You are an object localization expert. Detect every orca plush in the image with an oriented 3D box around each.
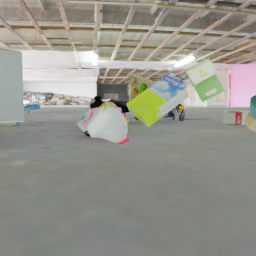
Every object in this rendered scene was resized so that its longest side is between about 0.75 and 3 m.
[{"bbox_3d":[-0.818,-0.533,11.991,2.814,1.000,1.480,11,-34,29],"label":"orca plush"}]

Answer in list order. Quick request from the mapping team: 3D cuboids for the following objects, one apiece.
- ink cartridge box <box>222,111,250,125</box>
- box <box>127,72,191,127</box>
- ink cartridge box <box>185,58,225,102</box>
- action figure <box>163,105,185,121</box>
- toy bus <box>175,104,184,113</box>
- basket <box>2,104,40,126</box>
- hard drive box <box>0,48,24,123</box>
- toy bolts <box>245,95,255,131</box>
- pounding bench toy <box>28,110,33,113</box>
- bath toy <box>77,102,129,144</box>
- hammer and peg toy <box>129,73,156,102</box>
[{"bbox_3d":[4.327,-0.394,10.547,1.200,0.497,0.874,-1,6,-11],"label":"ink cartridge box"},{"bbox_3d":[1.018,-0.959,9.024,1.896,0.452,1.156,-37,41,-9],"label":"box"},{"bbox_3d":[3.206,-1.987,11.614,1.097,1.508,0.362,-27,-14,4],"label":"ink cartridge box"},{"bbox_3d":[1.356,-0.591,11.883,1.978,0.686,1.287,-6,15,-18],"label":"action figure"},{"bbox_3d":[2.516,-0.904,15.356,1.059,0.719,1.017,4,19,14],"label":"toy bus"},{"bbox_3d":[-3.905,-0.655,9.908,1.562,1.086,1.377,-14,9,-14],"label":"basket"},{"bbox_3d":[-3.225,-0.639,4.413,2.168,1.068,2.782,-3,5,-40],"label":"hard drive box"},{"bbox_3d":[4.419,-0.270,7.412,2.384,1.654,2.278,9,45,-4],"label":"toy bolts"},{"bbox_3d":[-5.767,-0.956,14.767,1.320,0.820,1.029,-1,6,-10],"label":"pounding bench toy"},{"bbox_3d":[-0.495,-0.123,6.321,0.867,1.020,2.346,39,-5,-15],"label":"bath toy"},{"bbox_3d":[0.936,-1.259,11.080,1.958,1.440,0.690,25,54,21],"label":"hammer and peg toy"}]
